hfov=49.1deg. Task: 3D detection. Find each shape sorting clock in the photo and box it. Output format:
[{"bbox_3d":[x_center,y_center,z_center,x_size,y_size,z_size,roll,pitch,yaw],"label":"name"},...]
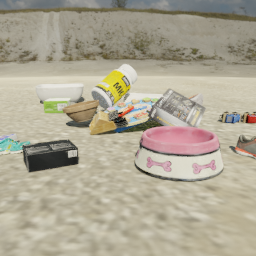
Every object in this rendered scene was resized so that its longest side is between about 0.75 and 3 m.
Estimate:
[{"bbox_3d":[0.134,-0.664,10.912,2.913,0.571,2.913,-12,24,5],"label":"shape sorting clock"}]

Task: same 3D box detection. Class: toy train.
[{"bbox_3d":[5.135,-0.408,11.659,2.622,0.447,0.600,0,25,-2],"label":"toy train"}]

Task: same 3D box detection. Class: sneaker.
[{"bbox_3d":[3.518,0.505,7.328,0.577,0.613,1.498,-12,18,-41],"label":"sneaker"},{"bbox_3d":[3.010,-1.363,14.578,1.304,0.903,2.328,11,17,34],"label":"sneaker"},{"bbox_3d":[-3.279,0.483,7.796,1.121,0.446,0.434,-6,15,-26],"label":"sneaker"}]

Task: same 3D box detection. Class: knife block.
[{"bbox_3d":[-0.634,-0.142,9.603,1.070,1.219,0.390,17,45,-25],"label":"knife block"}]

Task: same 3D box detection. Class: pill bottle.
[{"bbox_3d":[-0.568,-1.876,12.509,1.160,1.160,2.031,15,54,48],"label":"pill bottle"}]

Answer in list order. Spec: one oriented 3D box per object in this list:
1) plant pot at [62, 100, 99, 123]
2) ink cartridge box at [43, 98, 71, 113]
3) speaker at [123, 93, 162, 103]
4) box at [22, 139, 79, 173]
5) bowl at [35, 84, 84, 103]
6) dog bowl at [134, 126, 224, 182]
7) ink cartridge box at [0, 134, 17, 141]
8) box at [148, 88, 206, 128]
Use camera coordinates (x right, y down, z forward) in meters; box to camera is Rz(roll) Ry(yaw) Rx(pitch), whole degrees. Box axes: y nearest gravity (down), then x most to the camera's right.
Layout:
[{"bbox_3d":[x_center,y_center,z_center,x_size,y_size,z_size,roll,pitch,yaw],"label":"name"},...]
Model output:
[{"bbox_3d":[-1.735,-0.605,10.639,1.392,0.643,1.392,-10,13,2],"label":"plant pot"},{"bbox_3d":[-3.556,-1.204,14.521,1.215,0.623,1.644,-1,12,-2],"label":"ink cartridge box"},{"bbox_3d":[1.082,-1.070,13.057,2.583,1.049,1.049,6,15,26],"label":"speaker"},{"bbox_3d":[-1.941,0.659,6.986,1.208,0.476,0.853,-7,18,-26],"label":"box"},{"bbox_3d":[-4.254,-2.187,17.644,2.909,1.087,2.913,-3,14,-12],"label":"bowl"},{"bbox_3d":[1.245,0.518,6.888,2.171,0.800,2.171,0,14,0],"label":"dog bowl"},{"bbox_3d":[-3.924,0.416,8.340,0.870,0.207,0.880,-7,14,14],"label":"ink cartridge box"},{"bbox_3d":[1.746,-0.551,9.651,1.592,0.486,2.010,30,33,8],"label":"box"}]
